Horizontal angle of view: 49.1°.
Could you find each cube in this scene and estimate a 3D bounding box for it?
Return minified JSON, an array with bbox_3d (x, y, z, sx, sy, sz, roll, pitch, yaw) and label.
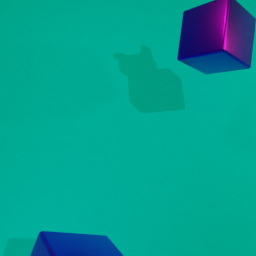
[{"bbox_3d":[2.040,-2.048,6.462,1.219,1.219,1.219,12,84,-40],"label":"cube"},{"bbox_3d":[-0.700,2.285,3.823,1.195,1.195,1.195,24,93,55],"label":"cube"}]
